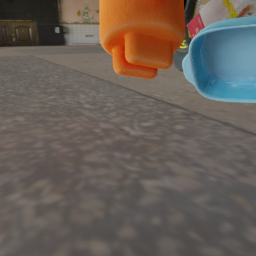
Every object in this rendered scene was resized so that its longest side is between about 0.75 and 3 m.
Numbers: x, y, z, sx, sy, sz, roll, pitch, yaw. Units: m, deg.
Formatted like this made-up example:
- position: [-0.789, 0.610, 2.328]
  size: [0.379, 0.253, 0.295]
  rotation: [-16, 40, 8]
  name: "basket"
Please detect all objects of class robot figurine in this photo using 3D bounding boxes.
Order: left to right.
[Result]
- position: [0.269, -2.376, 5.286]
  size: [1.611, 2.762, 1.987]
  rotation: [-4, -12, 13]
  name: "robot figurine"

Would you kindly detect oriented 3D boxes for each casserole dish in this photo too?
- position: [1.909, -0.940, 3.830]
  size: [2.275, 1.378, 0.441]
  rotation: [4, 54, 26]
  name: "casserole dish"

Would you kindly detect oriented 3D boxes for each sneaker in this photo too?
- position: [1.448, -2.963, 7.950]
  size: [1.072, 2.879, 1.218]
  rotation: [16, 34, 35]
  name: "sneaker"

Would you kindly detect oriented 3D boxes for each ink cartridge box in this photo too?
- position: [2.365, -2.334, 5.860]
  size: [1.304, 0.749, 1.797]
  rotation: [9, -32, -30]
  name: "ink cartridge box"
